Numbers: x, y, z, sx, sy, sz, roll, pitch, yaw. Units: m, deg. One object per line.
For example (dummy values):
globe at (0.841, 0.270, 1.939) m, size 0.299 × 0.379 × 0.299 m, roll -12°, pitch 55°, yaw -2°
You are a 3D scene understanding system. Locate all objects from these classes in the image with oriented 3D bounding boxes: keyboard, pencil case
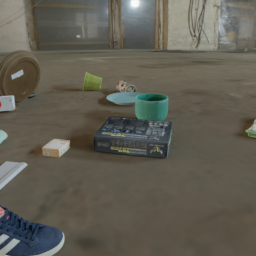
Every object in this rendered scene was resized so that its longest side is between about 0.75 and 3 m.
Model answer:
keyboard at (-3.608, 1.498, 7.333) m, size 0.726 × 0.137 × 2.579 m, roll -1°, pitch 19°, yaw 11°
pencil case at (-0.080, -2.476, 17.260) m, size 0.775 × 0.674 × 1.732 m, roll -22°, pitch 26°, yaw -15°

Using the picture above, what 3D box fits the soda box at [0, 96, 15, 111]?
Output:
soda box at (-6.638, -1.133, 13.452) m, size 2.195 × 0.699 × 0.747 m, roll -6°, pitch 11°, yaw -15°

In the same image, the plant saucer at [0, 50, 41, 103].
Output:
plant saucer at (-5.609, -2.593, 14.619) m, size 0.426 × 2.891 × 2.891 m, roll 26°, pitch 29°, yaw 20°

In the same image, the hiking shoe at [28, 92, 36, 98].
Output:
hiking shoe at (-6.318, -2.324, 16.526) m, size 2.058 × 0.892 × 0.766 m, roll 9°, pitch 22°, yaw 22°

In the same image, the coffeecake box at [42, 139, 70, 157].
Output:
coffeecake box at (-2.374, 0.656, 9.320) m, size 0.602 × 0.287 × 0.785 m, roll 5°, pitch 21°, yaw 14°

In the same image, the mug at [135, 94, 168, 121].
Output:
mug at (1.024, -0.871, 12.329) m, size 1.429 × 1.075 × 1.739 m, roll 0°, pitch 20°, yaw 3°

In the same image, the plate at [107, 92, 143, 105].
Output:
plate at (-0.041, -1.599, 15.416) m, size 2.270 × 0.290 × 2.270 m, roll -2°, pitch 21°, yaw 1°

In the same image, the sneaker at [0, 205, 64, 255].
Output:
sneaker at (-2.275, 1.781, 5.105) m, size 2.231 × 0.943 × 0.836 m, roll 7°, pitch 18°, yaw -8°

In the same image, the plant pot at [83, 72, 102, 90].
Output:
plant pot at (-2.256, -2.926, 18.061) m, size 1.103 × 1.199 × 1.199 m, roll 10°, pitch 19°, yaw -6°

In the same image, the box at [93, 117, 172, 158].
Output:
box at (0.248, 0.271, 9.833) m, size 2.479 × 0.632 × 1.955 m, roll 4°, pitch 21°, yaw 11°

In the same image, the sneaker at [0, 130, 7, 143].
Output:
sneaker at (-4.970, 0.285, 10.078) m, size 1.219 × 0.449 × 0.719 m, roll 15°, pitch 28°, yaw 11°

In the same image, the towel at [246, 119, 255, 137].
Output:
towel at (6.039, -0.032, 11.152) m, size 2.083 × 0.319 × 2.731 m, roll 14°, pitch 24°, yaw 31°
